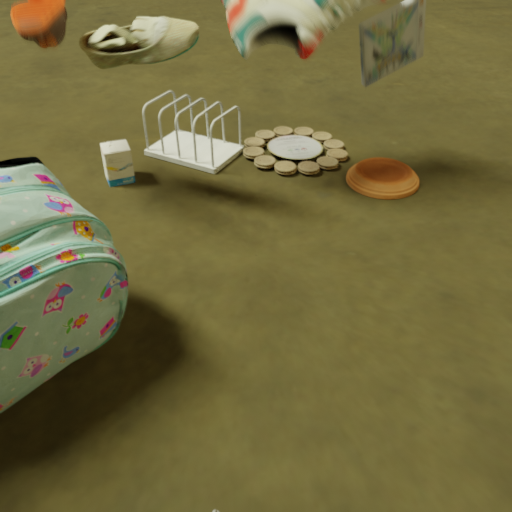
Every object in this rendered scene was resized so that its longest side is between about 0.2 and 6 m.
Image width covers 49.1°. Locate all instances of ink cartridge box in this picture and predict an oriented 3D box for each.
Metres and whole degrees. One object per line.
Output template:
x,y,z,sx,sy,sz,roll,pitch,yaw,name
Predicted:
-2.870,-1.927,11.605,0.554,0.766,0.564,-13,39,-17,ink cartridge box

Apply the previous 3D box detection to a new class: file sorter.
-1.397,-2.800,12.444,1.889,1.176,1.311,19,41,22,file sorter

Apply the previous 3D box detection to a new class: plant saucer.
2.641,-1.665,11.671,1.505,0.282,1.505,0,36,0,plant saucer

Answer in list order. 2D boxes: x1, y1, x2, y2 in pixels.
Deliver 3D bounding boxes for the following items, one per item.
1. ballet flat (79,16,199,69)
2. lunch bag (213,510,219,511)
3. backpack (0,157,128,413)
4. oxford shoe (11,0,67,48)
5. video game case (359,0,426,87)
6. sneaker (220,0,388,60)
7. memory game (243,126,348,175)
-2.030,-3.588,9.340,2.244,0.700,0.757,-3,70,28,ballet flat
0.687,3.112,3.982,2.820,1.965,2.365,1,30,4,lunch bag
-3.595,0.589,6.640,2.516,3.318,3.976,46,51,14,backpack
-3.529,-3.893,9.460,0.799,0.817,2.241,-5,35,-4,oxford shoe
2.653,-4.173,10.871,1.472,1.342,0.162,-30,52,-10,video game case
1.139,-4.219,9.773,3.422,1.205,1.600,-9,77,-2,sneaker
0.869,-2.419,12.755,2.393,0.152,2.393,1,37,-1,memory game
